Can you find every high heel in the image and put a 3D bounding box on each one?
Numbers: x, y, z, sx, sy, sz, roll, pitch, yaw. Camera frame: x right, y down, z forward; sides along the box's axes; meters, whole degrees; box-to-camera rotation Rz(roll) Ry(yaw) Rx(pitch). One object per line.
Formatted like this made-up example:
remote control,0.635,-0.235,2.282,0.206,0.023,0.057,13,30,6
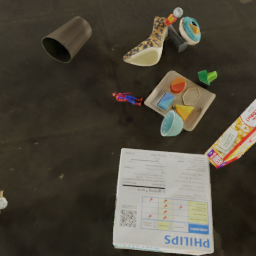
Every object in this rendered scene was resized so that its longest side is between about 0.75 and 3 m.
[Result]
high heel,0.709,-3.444,10.916,2.739,0.978,1.953,-21,62,-20

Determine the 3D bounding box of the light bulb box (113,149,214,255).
light bulb box,0.888,2.028,7.634,2.431,1.530,2.452,5,63,2

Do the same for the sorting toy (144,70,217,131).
sorting toy,2.099,-1.375,10.107,1.985,0.395,2.685,32,67,16

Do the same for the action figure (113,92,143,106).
action figure,-0.033,-1.080,10.043,1.081,0.279,0.354,14,65,10

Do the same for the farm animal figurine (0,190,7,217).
farm animal figurine,-4.377,2.324,7.728,1.743,1.762,0.919,12,56,-26

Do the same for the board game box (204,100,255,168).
board game box,2.870,-0.006,6.563,1.533,2.023,0.468,-8,49,-50

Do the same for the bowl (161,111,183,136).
bowl,1.491,-0.086,9.244,0.460,0.879,0.879,20,61,-16

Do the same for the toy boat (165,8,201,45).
toy boat,2.276,-4.014,10.969,1.637,0.761,1.376,22,50,-30

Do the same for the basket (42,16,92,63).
basket,-2.264,-3.488,10.874,1.480,1.116,1.641,20,58,28
